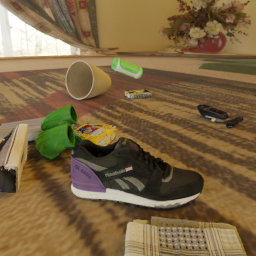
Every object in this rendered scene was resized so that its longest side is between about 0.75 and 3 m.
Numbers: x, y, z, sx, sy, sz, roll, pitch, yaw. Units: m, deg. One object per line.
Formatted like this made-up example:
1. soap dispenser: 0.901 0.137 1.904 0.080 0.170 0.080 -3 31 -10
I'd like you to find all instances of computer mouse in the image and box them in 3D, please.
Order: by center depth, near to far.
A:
1. computer mouse: 3.491 -0.402 11.228 1.932 0.445 1.357 23 28 32

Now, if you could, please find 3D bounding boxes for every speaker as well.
1. speaker: -0.028 -2.701 12.686 1.373 0.607 0.607 17 11 -24

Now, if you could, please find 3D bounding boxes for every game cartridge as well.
1. game cartridge: -3.265 0.073 9.791 2.484 0.477 1.610 -11 26 -29

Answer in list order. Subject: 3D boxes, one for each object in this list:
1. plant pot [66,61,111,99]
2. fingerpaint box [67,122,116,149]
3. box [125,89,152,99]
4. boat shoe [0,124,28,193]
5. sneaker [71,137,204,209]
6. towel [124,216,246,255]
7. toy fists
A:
1. plant pot: -1.977 -2.609 15.687 2.034 2.034 2.172 13 11 33
2. fingerpaint box: -1.180 0.266 9.071 1.132 0.498 1.357 8 20 22
3. box: 0.558 -1.908 15.752 1.289 0.318 1.029 -5 18 -14
4. boat shoe: -3.320 0.603 7.122 1.327 1.069 2.862 3 18 -15
5. sneaker: 0.176 0.871 6.040 2.958 1.295 1.120 1 19 4
6. towel: 0.900 2.005 4.202 1.940 0.348 2.015 1 18 4
7. toy fists: -2.165 0.107 8.575 1.100 0.742 2.157 -18 34 7
